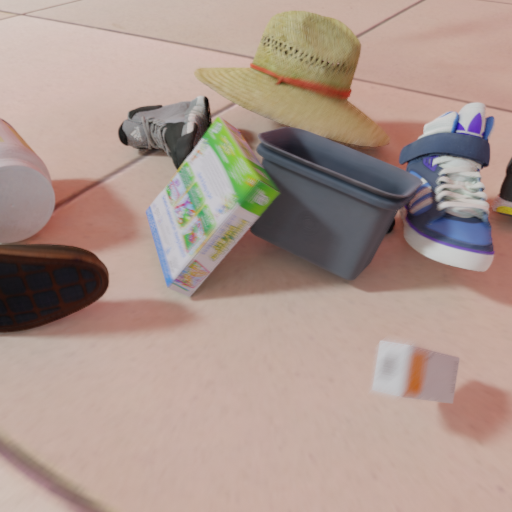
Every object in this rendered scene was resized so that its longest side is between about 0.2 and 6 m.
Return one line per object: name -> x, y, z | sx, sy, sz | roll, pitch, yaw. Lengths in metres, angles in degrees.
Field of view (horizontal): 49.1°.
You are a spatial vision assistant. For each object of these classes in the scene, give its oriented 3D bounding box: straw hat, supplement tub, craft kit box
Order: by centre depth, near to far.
craft kit box -> -0.713, -0.735, 7.756 | 0.466, 1.899, 1.922 | 25, 25, -35
supplement tub -> -4.043, -1.215, 8.574 | 1.464, 1.464, 2.019 | -23, 43, -28
straw hat -> 0.897, -3.557, 10.260 | 3.988, 1.688, 3.988 | 16, 24, -8

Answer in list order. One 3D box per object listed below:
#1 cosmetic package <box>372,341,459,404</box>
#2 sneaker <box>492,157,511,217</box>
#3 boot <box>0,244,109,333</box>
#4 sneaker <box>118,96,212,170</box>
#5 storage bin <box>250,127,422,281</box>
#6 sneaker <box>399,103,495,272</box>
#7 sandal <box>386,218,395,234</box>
cosmetic package -> 1.608, 1.167, 5.579 | 0.978, 0.496, 0.348 | 17, -10, -41
sneaker -> 4.545, -1.351, 9.119 | 0.831, 0.944, 2.232 | 21, 36, 25
boot -> -3.647, -0.024, 7.101 | 3.661, 1.368, 1.774 | -5, 39, -2
sneaker -> -1.723, -2.094, 10.211 | 1.715, 1.114, 2.969 | -5, 27, 2
storage bin -> 0.974, -0.729, 7.758 | 2.117, 1.422, 1.541 | 27, 29, 18
sneaker -> 2.737, -1.119, 7.702 | 1.053, 1.914, 2.614 | 10, 24, -3
sandal -> 1.174, -0.712, 8.704 | 1.990, 0.449, 0.747 | 3, 43, 2
